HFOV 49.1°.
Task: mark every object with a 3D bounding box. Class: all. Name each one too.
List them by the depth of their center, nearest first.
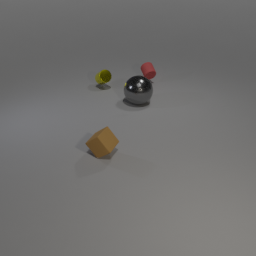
[{"bbox_3d":[-0.873,0.498,9.597,0.700,0.700,0.700,-27,16,39],"label":"cube"},{"bbox_3d":[0.493,-1.793,13.312,1.400,1.400,1.400,0,29,0],"label":"ball"},{"bbox_3d":[-1.330,-2.729,15.036,0.700,0.700,0.700,-16,5,-26],"label":"cylinder"},{"bbox_3d":[1.137,-3.187,15.630,0.700,0.700,0.700,-10,60,-18],"label":"cylinder"}]
